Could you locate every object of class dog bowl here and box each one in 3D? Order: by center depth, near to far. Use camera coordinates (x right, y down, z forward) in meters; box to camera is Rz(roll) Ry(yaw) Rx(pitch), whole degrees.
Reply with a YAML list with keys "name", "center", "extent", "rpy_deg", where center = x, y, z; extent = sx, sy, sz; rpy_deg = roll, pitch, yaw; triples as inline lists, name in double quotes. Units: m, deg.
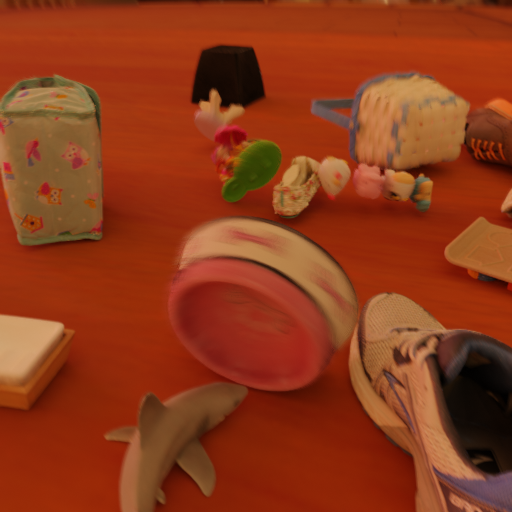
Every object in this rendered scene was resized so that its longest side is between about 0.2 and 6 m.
- name: "dog bowl"
  center: [-0.015, 0.545, 5.284]
  extent: [1.823, 1.823, 0.672]
  rpy_deg: [11, 43, 19]

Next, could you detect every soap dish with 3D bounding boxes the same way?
- name: "soap dish"
  center: [-2.569, 1.042, 5.594]
  extent: [1.208, 0.491, 0.951]
  rpy_deg: [6, 29, 9]

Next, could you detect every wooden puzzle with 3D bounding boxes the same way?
- name: "wooden puzzle"
  center: [3.485, 0.080, 7.533]
  extent: [1.535, 0.355, 1.422]
  rpy_deg: [26, 39, 31]

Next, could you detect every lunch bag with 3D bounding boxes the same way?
- name: "lunch bag"
  center: [-3.127, -1.574, 8.683]
  extent: [1.485, 2.075, 2.436]
  rpy_deg: [-5, 28, -19]

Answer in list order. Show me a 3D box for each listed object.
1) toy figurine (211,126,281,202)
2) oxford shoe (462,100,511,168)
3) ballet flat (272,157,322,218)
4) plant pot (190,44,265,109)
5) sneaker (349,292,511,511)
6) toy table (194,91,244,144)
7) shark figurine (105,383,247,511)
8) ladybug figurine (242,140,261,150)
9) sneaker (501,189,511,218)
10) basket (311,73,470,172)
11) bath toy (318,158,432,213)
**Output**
- name: "toy figurine"
  center: [-0.382, -1.721, 9.759]
  extent: [1.268, 0.952, 1.167]
  rpy_deg: [-46, 53, 6]
- name: "oxford shoe"
  center: [4.832, -2.078, 10.850]
  extent: [1.221, 1.194, 3.350]
  rpy_deg: [-19, 24, 6]
- name: "ballet flat"
  center: [0.744, -1.284, 9.278]
  extent: [0.709, 0.599, 1.875]
  rpy_deg: [-1, 31, 20]
- name: "plant pot"
  center: [-0.788, -5.019, 15.516]
  extent: [1.622, 1.443, 1.626]
  rpy_deg: [13, 33, 22]
- name: "sneaker"
  center: [1.674, 1.087, 4.597]
  extent: [1.277, 1.412, 3.315]
  rpy_deg: [-4, 29, -7]
- name: "toy table"
  center: [-0.817, -2.906, 11.787]
  extent: [1.013, 1.102, 0.646]
  rpy_deg: [17, 75, 10]
- name: "shark figurine"
  center: [-0.757, 1.562, 4.351]
  extent: [1.261, 0.881, 2.111]
  rpy_deg: [0, 27, 3]
- name: "ladybug figurine"
  center: [-0.015, -2.337, 11.957]
  extent: [0.588, 0.212, 0.399]
  rpy_deg: [8, 30, 14]
- name: "sneaker"
  center: [4.468, -0.585, 8.297]
  extent: [0.724, 0.781, 1.926]
  rpy_deg: [31, 12, -30]
- name: "basket"
  center: [2.574, -2.657, 10.902]
  extent: [2.236, 1.764, 2.536]
  rpy_deg: [-12, 37, -24]
- name: "bath toy"
  center: [1.885, -1.127, 9.041]
  extent: [1.796, 0.664, 0.781]
  rpy_deg: [9, -16, -4]
